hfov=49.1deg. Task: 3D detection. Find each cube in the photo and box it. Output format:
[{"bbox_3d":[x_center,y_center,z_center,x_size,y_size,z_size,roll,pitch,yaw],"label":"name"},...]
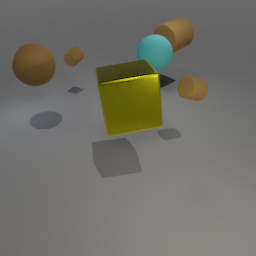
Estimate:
[{"bbox_3d":[-0.001,-0.804,7.128,1.400,1.400,1.400,-11,28,-5],"label":"cube"}]

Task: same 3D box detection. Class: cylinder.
[{"bbox_3d":[-2.489,-3.271,12.840,0.700,0.700,0.700,15,47,23],"label":"cylinder"},{"bbox_3d":[2.060,-1.247,8.909,0.700,0.700,0.700,6,23,-39],"label":"cylinder"},{"bbox_3d":[2.179,-4.392,13.369,1.400,1.400,1.400,-32,44,-34],"label":"cylinder"}]

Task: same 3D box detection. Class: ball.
[{"bbox_3d":[-3.155,-2.110,9.414,1.400,1.400,1.400,0,32,0],"label":"ball"},{"bbox_3d":[1.045,-2.933,11.018,1.400,1.400,1.400,0,32,0],"label":"ball"}]
